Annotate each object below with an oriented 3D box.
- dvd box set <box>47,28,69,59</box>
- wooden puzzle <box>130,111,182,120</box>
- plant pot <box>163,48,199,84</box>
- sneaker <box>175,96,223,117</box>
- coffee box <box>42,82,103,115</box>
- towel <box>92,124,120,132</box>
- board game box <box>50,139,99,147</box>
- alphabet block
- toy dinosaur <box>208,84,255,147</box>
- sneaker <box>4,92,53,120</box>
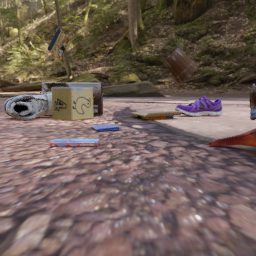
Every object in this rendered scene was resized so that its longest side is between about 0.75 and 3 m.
[{"bbox_3d":[-2.690,-3.246,10.894,0.181,0.901,1.232,28,0,2],"label":"dvd box set"},{"bbox_3d":[1.169,-0.552,12.047,1.639,0.330,1.771,-4,4,-23],"label":"wooden puzzle"},{"bbox_3d":[2.141,-2.630,11.649,1.150,1.139,1.150,-43,5,5],"label":"plant pot"},{"bbox_3d":[3.270,-1.025,13.012,2.267,0.946,0.914,-2,8,-10],"label":"sneaker"},{"bbox_3d":[-2.602,-1.402,13.476,2.768,1.565,1.105,1,8,-2],"label":"coffee box"},{"bbox_3d":[-0.706,0.002,8.647,0.706,0.116,0.976,-5,7,-17],"label":"towel"},{"bbox_3d":[-1.153,0.325,6.161,1.012,0.098,0.521,0,6,-1],"label":"board game box"},{"bbox_3d":[-2.305,-1.032,11.676,1.288,1.312,1.282,6,10,38],"label":"alphabet block"},{"bbox_3d":[2.990,0.283,4.370,1.560,2.971,2.696,22,34,-15],"label":"toy dinosaur"},{"bbox_3d":[-3.687,-0.916,11.835,2.946,1.107,1.693,-8,10,-19],"label":"sneaker"}]
